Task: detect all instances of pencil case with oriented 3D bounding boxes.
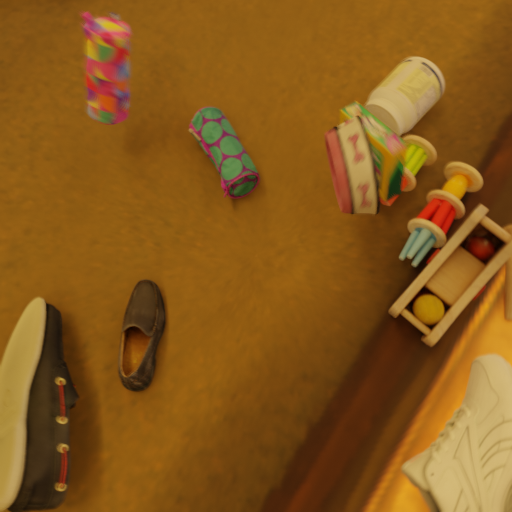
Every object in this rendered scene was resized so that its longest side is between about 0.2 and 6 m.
[{"bbox_3d":[-2.398,-2.978,9.016,0.752,1.701,0.752,7,46,-7],"label":"pencil case"},{"bbox_3d":[-0.586,-1.820,9.911,0.753,0.694,1.630,-21,68,-25],"label":"pencil case"}]

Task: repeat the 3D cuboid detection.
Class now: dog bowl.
[{"bbox_3d":[1.297,-1.193,7.699,0.501,1.360,1.360,-13,68,5],"label":"dog bowl"}]

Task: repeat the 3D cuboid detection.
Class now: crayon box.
[{"bbox_3d":[1.887,-1.711,9.201,0.379,1.121,1.300,-29,56,-14],"label":"crayon box"}]

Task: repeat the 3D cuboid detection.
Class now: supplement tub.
[{"bbox_3d":[2.651,-2.838,10.165,0.969,0.969,1.336,40,74,14],"label":"supplement tub"}]

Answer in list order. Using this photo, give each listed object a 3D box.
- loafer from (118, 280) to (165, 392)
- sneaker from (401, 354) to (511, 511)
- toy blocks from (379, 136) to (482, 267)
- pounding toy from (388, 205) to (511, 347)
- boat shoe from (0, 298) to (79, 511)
[{"bbox_3d":[-1.795,1.167,8.735,0.651,0.647,1.788,-1,67,1],"label":"loafer"},{"bbox_3d":[2.877,2.824,7.807,1.560,1.223,3.140,11,68,8],"label":"sneaker"},{"bbox_3d":[2.676,-0.912,9.541,1.622,0.707,1.947,34,73,12],"label":"toy blocks"},{"bbox_3d":[3.454,0.376,8.542,1.607,1.601,2.801,41,74,14],"label":"pounding toy"},{"bbox_3d":[-3.204,2.105,8.239,1.137,0.974,3.109,-34,49,34],"label":"boat shoe"}]
